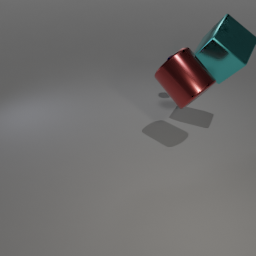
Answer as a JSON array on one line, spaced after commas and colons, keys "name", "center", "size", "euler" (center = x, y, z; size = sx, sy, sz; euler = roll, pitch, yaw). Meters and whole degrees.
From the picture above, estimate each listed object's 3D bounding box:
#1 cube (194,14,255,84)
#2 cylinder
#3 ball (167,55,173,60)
[{"name": "cube", "center": [3.253, -2.667, 9.594], "size": [1.400, 1.400, 1.400], "euler": [37, 63, -6]}, {"name": "cylinder", "center": [1.795, -1.555, 8.865], "size": [1.400, 1.400, 1.400], "euler": [-33, 82, -43]}, {"name": "ball", "center": [2.118, -3.023, 12.949], "size": [0.700, 0.700, 0.700], "euler": [0, 30, 0]}]
